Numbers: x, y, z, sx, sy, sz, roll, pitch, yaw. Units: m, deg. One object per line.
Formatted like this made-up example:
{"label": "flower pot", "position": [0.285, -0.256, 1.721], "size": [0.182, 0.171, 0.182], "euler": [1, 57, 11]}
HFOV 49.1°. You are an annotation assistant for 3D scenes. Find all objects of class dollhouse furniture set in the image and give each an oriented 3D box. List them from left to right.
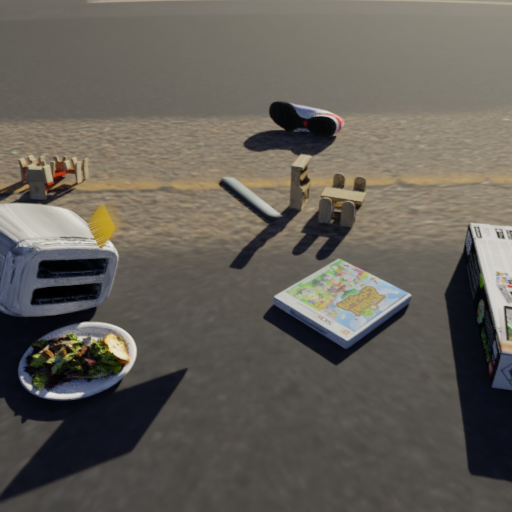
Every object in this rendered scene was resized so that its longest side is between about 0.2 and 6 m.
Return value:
{"label": "dollhouse furniture set", "position": [-4.597, -1.768, 12.477], "size": [1.370, 0.706, 1.355], "euler": [4, 21, 6]}
{"label": "dollhouse furniture set", "position": [1.476, -1.395, 11.379], "size": [1.467, 0.975, 1.286], "euler": [11, 34, 17]}

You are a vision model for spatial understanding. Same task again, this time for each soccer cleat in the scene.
{"label": "soccer cleat", "position": [1.382, -3.826, 15.596], "size": [2.178, 0.743, 0.797], "euler": [21, 31, 25]}

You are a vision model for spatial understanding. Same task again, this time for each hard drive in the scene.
{"label": "hard drive", "position": [-0.102, -0.873, 8.744], "size": [0.981, 0.161, 0.685], "euler": [38, 13, 5]}

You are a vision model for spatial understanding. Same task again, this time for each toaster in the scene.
{"label": "toaster", "position": [-3.199, 0.065, 8.485], "size": [1.535, 1.350, 2.376], "euler": [30, 18, 33]}

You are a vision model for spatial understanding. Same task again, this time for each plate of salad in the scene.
{"label": "plate of salad", "position": [-2.415, 1.332, 7.573], "size": [1.542, 0.370, 1.542], "euler": [0, 33, 0]}

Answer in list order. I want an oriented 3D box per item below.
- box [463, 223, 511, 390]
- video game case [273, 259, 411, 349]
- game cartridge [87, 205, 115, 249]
{"label": "box", "position": [4.321, 0.661, 8.408], "size": [1.934, 0.610, 3.514], "euler": [6, 32, 10]}
{"label": "video game case", "position": [1.352, 0.682, 8.791], "size": [1.635, 0.180, 1.489], "euler": [-26, 41, -36]}
{"label": "game cartridge", "position": [-1.859, -0.349, 6.717], "size": [0.065, 0.400, 0.352], "euler": [5, 48, 19]}
